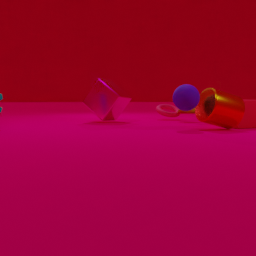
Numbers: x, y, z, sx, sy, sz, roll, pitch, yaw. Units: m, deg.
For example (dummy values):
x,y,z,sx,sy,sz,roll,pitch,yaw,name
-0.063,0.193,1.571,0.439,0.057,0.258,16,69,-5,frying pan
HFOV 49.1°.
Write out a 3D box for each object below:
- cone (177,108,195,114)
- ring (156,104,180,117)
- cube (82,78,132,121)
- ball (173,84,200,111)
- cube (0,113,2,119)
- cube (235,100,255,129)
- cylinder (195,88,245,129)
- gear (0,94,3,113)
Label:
x,y,z,sx,sy,sz,roll,pitch,yaw,name
2.510,-0.760,10.935,0.880,0.877,0.877,27,11,10,cone
1.743,-0.752,12.109,1.073,0.215,1.073,7,27,-4,ring
-0.786,-1.065,10.699,1.151,1.151,1.151,41,17,16,cube
1.633,-0.852,7.870,0.745,0.745,0.745,0,6,0,ball
-4.881,-0.907,8.761,1.396,1.396,1.396,-15,17,-22,cube
3.486,-0.456,8.738,0.851,0.851,0.851,-2,7,-20,cube
2.613,-0.552,8.022,0.996,0.996,0.996,13,1,-19,cylinder
-4.106,-0.727,7.284,1.536,1.536,0.284,-6,-4,-43,gear
